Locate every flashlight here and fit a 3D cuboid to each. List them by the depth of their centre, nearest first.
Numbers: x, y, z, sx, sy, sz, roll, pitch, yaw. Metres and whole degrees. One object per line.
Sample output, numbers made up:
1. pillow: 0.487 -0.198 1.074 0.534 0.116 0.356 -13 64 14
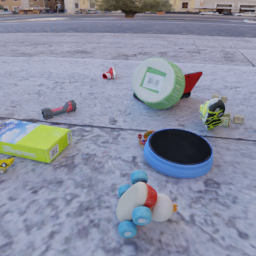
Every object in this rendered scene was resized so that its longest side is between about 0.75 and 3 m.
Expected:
1. flashlight: -3.075 -0.855 12.501 1.553 0.528 0.526 -17 32 -31

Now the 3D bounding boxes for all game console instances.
1. game console: 1.885 -2.145 13.826 2.675 1.587 2.305 -15 31 -27

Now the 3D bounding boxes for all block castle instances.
1. block castle: 0.876 0.402 10.147 0.988 0.463 0.660 -7 28 -12

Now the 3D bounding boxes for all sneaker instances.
1. sneaker: 2.975 -0.597 10.347 0.857 2.273 0.868 -30 69 0
2. sneaker: -1.238 -3.467 17.501 0.831 0.564 1.439 -4 26 -11

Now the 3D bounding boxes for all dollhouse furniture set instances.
1. dollhouse furniture set: 4.068 -0.681 11.388 1.385 1.225 0.770 7 30 16

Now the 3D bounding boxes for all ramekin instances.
1. ramekin: 1.289 -2.006 12.387 2.251 2.251 1.099 14 3 25

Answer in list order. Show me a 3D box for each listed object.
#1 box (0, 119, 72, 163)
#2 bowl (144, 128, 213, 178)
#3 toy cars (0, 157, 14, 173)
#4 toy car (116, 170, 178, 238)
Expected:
1. box: -3.531 0.403 9.967 2.584 0.616 1.576 9 29 17
2. bowl: 1.680 0.732 9.273 2.296 0.451 2.296 4 31 -2
3. toy cars: -4.259 1.334 8.499 1.646 0.365 0.738 -23 23 -31
4. toy car: 0.550 1.962 6.827 1.387 1.227 1.279 23 36 -20
